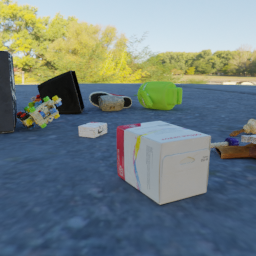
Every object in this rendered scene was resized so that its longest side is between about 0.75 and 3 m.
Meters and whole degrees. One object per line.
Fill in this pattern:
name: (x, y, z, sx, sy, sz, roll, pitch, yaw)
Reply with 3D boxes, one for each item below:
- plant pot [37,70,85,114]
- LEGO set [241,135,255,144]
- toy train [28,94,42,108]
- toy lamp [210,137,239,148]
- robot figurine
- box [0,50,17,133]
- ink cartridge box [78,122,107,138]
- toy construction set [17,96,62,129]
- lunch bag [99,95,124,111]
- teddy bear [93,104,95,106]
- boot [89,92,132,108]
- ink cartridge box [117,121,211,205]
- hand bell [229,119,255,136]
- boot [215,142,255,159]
plant pot: (-3.636, -1.810, 15.247, 1.959, 2.209, 2.203, -14, 13, -1)
LEGO set: (3.797, 0.584, 6.678, 0.803, 0.746, 1.957, -3, 5, -31)
toy train: (-5.598, -1.510, 16.898, 1.879, 0.795, 1.087, 6, 26, 26)
toy lamp: (2.571, 0.474, 7.981, 1.285, 0.374, 0.374, -3, 12, -18)
robot figurine: (1.777, -1.936, 16.549, 2.826, 1.635, 2.479, 9, 15, 38)
box: (-5.391, -1.465, 10.944, 1.819, 2.936, 2.886, -3, 12, -17)
ink cartridge box: (-1.241, 0.057, 9.952, 0.662, 0.374, 0.903, 6, 13, 25)
toy construction set: (-3.458, -0.586, 11.026, 1.525, 1.072, 2.326, -40, 11, -20)
lunch bag: (-0.962, -1.417, 15.888, 1.230, 0.882, 1.500, -3, 7, -14)
teddy bear: (-1.669, -1.701, 18.489, 1.115, 0.513, 1.538, -3, 17, 22)
boot: (-1.161, -1.780, 17.658, 2.614, 0.946, 1.885, 6, 10, -10)
ink cartridge box: (0.638, 0.579, 5.501, 1.149, 1.143, 1.581, -6, 13, -28)
hand bell: (4.038, 0.103, 9.886, 1.094, 0.570, 0.570, -18, 17, -18)
boot: (3.093, 0.588, 7.706, 1.314, 0.450, 1.237, -5, 18, 11)
